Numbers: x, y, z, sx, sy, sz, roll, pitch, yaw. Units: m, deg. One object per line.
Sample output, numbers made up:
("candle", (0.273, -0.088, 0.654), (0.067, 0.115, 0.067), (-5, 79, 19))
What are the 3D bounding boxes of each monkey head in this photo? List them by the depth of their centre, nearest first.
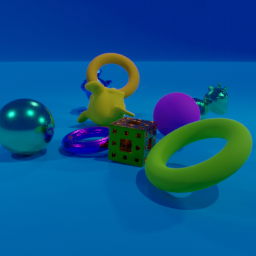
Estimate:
("monkey head", (-0.714, -0.639, 7.785), (1.807, 1.089, 1.300), (-6, -19, 25))
("monkey head", (-1.089, -1.521, 10.160), (1.579, 0.951, 1.136), (-41, 12, 51))

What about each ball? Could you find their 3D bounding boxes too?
("ball", (-2.069, -0.021, 5.659), (1.152, 1.152, 1.152), (0, 15, 0))
("ball", (1.032, -0.260, 5.994), (0.994, 0.994, 0.994), (0, 15, 0))

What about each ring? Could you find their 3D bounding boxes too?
("ring", (1.024, 0.366, 4.282), (1.656, 0.331, 1.656), (-25, 20, 9))
("ring", (-0.802, 0.244, 6.095), (1.288, 0.258, 1.288), (-6, 17, 2))
("ring", (-0.498, -1.727, 9.364), (1.787, 1.787, 0.357), (-3, -21, -11))

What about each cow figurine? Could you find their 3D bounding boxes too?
("cow figurine", (1.679, -0.525, 6.841), (1.468, 1.445, 0.806), (16, 22, -22))

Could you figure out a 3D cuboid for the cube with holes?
("cube with holes", (0.099, 0.241, 5.441), (0.709, 0.709, 0.709), (10, 17, 22))
